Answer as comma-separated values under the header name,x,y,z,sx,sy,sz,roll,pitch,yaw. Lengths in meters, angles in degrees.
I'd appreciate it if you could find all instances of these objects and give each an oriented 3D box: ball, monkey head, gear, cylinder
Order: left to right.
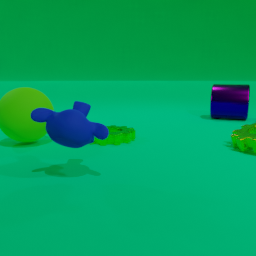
name,x,y,z,sx,sy,sz,roll,pitch,yaw
ball,-2.162,-0.277,5.943,1.161,1.161,1.161,0,10,0
monkey head,-0.759,-0.096,3.940,1.069,0.769,0.644,15,-17,0
gear,-0.443,0.151,6.445,1.219,0.225,1.219,0,10,0
cylinder,3.419,-0.880,9.408,1.164,1.164,1.164,4,11,21
gear,2.759,0.109,5.521,1.352,0.250,1.352,-17,9,3
